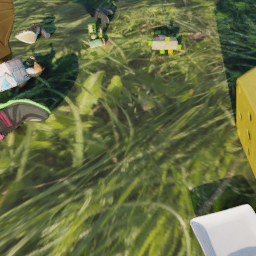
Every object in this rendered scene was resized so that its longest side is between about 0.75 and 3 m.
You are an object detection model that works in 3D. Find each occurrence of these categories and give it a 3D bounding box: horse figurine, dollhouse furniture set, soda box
[{"bbox_3d":[-3.340,-1.934,9.450,0.930,0.350,1.403,43,53,19],"label":"horse figurine"},{"bbox_3d":[-1.295,-3.662,11.042,0.588,0.454,1.176,-11,48,-10],"label":"dollhouse furniture set"},{"bbox_3d":[-2.371,-0.831,4.957,1.237,0.423,0.393,-14,22,27],"label":"soda box"}]

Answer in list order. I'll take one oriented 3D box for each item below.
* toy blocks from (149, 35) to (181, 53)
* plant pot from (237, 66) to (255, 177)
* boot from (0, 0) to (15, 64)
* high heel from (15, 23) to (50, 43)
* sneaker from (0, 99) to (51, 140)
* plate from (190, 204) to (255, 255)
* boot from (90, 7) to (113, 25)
[{"bbox_3d":[1.350,-3.289,10.692,1.214,0.607,0.830,-1,35,-2],"label":"toy blocks"},{"bbox_3d":[3.989,-0.099,6.188,2.592,2.939,2.939,-13,46,10],"label":"plant pot"},{"bbox_3d":[-3.428,-2.306,6.074,1.899,2.443,0.889,28,40,16],"label":"boot"},{"bbox_3d":[-3.971,-3.829,11.107,1.446,0.516,1.031,-23,55,-41],"label":"high heel"},{"bbox_3d":[-3.338,-0.139,7.571,2.483,0.953,1.040,-10,76,-13],"label":"sneaker"},{"bbox_3d":[2.121,2.318,5.536,1.409,0.228,1.412,-12,48,-10],"label":"plate"},{"bbox_3d":[-1.001,-5.037,12.377,0.891,0.462,1.364,-25,53,-29],"label":"boot"}]
